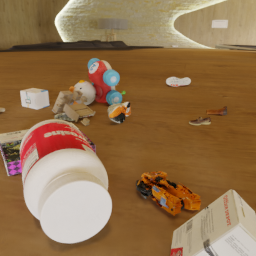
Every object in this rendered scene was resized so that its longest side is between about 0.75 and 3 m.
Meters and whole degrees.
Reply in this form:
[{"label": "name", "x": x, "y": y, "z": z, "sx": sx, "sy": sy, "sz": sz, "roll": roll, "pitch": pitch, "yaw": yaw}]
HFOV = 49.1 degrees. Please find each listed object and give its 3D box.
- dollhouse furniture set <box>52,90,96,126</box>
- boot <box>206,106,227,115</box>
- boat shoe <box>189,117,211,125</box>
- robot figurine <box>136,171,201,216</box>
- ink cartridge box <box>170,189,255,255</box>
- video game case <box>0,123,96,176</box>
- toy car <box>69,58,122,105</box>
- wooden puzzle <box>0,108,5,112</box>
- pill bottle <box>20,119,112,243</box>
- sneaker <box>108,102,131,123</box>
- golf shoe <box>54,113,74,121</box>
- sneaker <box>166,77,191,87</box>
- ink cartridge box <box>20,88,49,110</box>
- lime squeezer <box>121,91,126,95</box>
[{"label": "dollhouse furniture set", "x": -2.143, "y": -0.609, "z": 12.063, "sx": 2.071, "sy": 1.011, "sz": 1.766, "roll": 40, "pitch": 26, "yaw": 18}, {"label": "boot", "x": 3.975, "y": -0.752, "z": 12.559, "sx": 0.885, "sy": 0.303, "sz": 0.833, "roll": -1, "pitch": 27, "yaw": 19}, {"label": "boat shoe", "x": 2.860, "y": -0.304, "z": 11.129, "sx": 0.890, "sy": 0.321, "sz": 0.321, "roll": -1, "pitch": 20, "yaw": -4}, {"label": "robot figurine", "x": 0.859, "y": 1.393, "z": 6.303, "sx": 1.090, "sy": 0.438, "sz": 1.503, "roll": 0, "pitch": 17, "yaw": -32}, {"label": "ink cartridge box", "x": 1.295, "y": 1.687, "z": 4.226, "sx": 0.554, "sy": 1.323, "sz": 0.954, "roll": 42, "pitch": 23, "yaw": -2}, {"label": "video game case", "x": -2.582, "y": 0.523, "z": 8.704, "sx": 2.515, "sy": 0.450, "sz": 2.280, "roll": -11, "pitch": 23, "yaw": -27}, {"label": "toy car", "x": -1.880, "y": -1.986, "z": 13.545, "sx": 2.413, "sy": 2.135, "sz": 2.225, "roll": -22, "pitch": 39, "yaw": -21}, {"label": "wooden puzzle", "x": -6.625, "y": -0.593, "z": 11.947, "sx": 1.853, "sy": 0.373, "sz": 2.003, "roll": 5, "pitch": 16, "yaw": 14}, {"label": "pill bottle", "x": -1.368, "y": 0.958, "z": 5.877, "sx": 1.604, "sy": 1.604, "sz": 2.858, "roll": -8, "pitch": 22, "yaw": -21}, {"label": "sneaker", "x": -0.529, "y": -0.631, "z": 11.667, "sx": 0.883, "sy": 0.727, "sz": 1.920, "roll": -1, "pitch": 12, "yaw": 18}, {"label": "golf shoe", "x": -2.557, "y": -0.507, "z": 11.656, "sx": 0.964, "sy": 0.377, "sz": 0.469, "roll": -2, "pitch": 15, "yaw": -7}, {"label": "sneaker", "x": 3.202, "y": -2.917, "z": 18.065, "sx": 1.589, "sy": 0.612, "sz": 0.651, "roll": 1, "pitch": -3, "yaw": -6}, {"label": "ink cartridge box", "x": -4.476, "y": -1.424, "z": 13.460, "sx": 1.081, "sy": 0.790, "sz": 0.793, "roll": 13, "pitch": 24, "yaw": 30}, {"label": "lime squeezer", "x": -0.296, "y": -1.996, "z": 15.976, "sx": 0.349, "sy": 0.186, "sz": 0.988, "roll": -24, "pitch": 15, "yaw": 18}]
